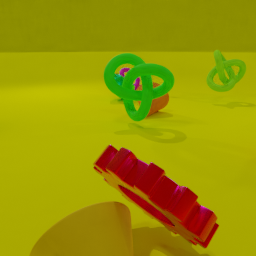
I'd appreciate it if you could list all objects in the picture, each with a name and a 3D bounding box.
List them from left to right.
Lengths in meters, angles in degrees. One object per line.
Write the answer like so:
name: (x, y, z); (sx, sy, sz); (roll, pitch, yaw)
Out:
cone: (-0.151, 1.196, 2.067); (0.904, 0.904, 0.907); (-10, 42, -31)
teapot: (-0.163, -1.570, 10.461); (1.765, 0.864, 1.098); (32, 10, -31)
knot shape: (0.295, -1.945, 11.382); (1.183, 1.264, 0.584); (-8, -13, 6)
knot shape: (0.223, -0.932, 6.921); (1.697, 1.588, 0.784); (17, 29, 17)
cone: (0.593, -0.630, 8.198); (1.042, 1.042, 1.045); (6, 42, 18)
gear: (0.228, 0.642, 2.650); (1.243, 1.243, 0.230); (19, 65, 47)
knot shape: (3.531, -1.977, 9.909); (1.429, 1.527, 0.706); (3, -4, -21)
